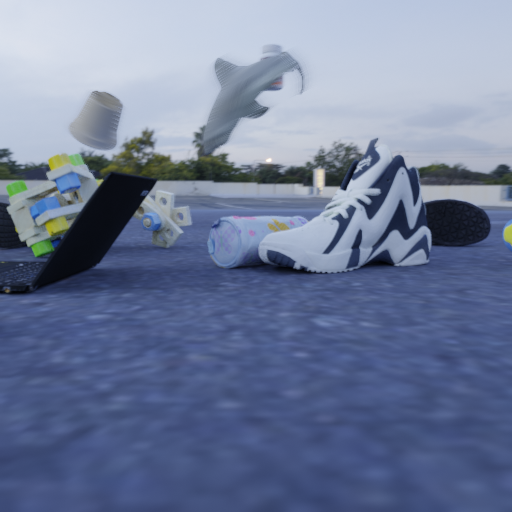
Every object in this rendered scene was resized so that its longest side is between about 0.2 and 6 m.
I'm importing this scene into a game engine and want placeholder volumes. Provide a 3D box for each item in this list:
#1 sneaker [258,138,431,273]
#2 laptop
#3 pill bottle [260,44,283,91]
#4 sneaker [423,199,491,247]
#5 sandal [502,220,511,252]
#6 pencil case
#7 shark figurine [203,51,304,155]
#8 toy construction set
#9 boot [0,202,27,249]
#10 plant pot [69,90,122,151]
[{"bbox_3d":[1.401,-0.801,8.468,3.015,1.962,1.204,-3,6,-22],"label":"sneaker"},{"bbox_3d":[-2.780,-0.352,7.140,2.623,1.354,2.324,0,5,3],"label":"laptop"},{"bbox_3d":[0.289,-3.525,10.514,0.443,0.775,0.443,1,5,0],"label":"pill bottle"},{"bbox_3d":[3.779,-0.785,12.786,2.905,1.042,1.203,2,6,20],"label":"sneaker"},{"bbox_3d":[4.875,-0.209,8.793,2.164,0.860,0.942,7,1,-5],"label":"sandal"},{"bbox_3d":[0.111,-0.230,8.899,1.828,0.760,0.829,-6,-22,-43],"label":"pencil case"},{"bbox_3d":[-0.072,-1.923,5.964,1.652,0.689,0.987,-44,-14,-21],"label":"shark figurine"},{"bbox_3d":[-3.064,-0.919,10.735,2.459,1.728,3.750,-24,-14,27],"label":"toy construction set"},{"bbox_3d":[-5.787,-0.557,12.144,1.793,0.950,2.723,-2,-5,14],"label":"boot"},{"bbox_3d":[-2.219,-1.960,7.944,0.686,0.628,0.686,23,34,-16],"label":"plant pot"}]
